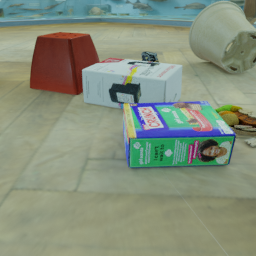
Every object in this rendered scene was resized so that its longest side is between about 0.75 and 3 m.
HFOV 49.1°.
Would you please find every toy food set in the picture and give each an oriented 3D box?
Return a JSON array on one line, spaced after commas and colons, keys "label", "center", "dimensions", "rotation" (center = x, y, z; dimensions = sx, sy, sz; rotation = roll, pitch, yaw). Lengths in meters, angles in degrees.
[{"label": "toy food set", "center": [3.062, -0.253, 7.460], "dimensions": [1.454, 0.423, 2.106], "rotation": [-10, 28, -20]}]

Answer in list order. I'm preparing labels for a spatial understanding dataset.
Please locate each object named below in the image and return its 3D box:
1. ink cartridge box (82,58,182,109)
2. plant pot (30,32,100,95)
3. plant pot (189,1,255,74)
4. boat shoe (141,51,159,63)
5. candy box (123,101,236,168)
[{"label": "ink cartridge box", "center": [0.213, -1.442, 9.092], "dimensions": [2.728, 1.130, 1.988], "rotation": [11, 28, 21]}, {"label": "plant pot", "center": [-2.331, -2.563, 10.576], "dimensions": [2.124, 1.871, 2.122], "rotation": [10, 27, 21]}, {"label": "plant pot", "center": [4.614, -3.897, 12.700], "dimensions": [2.915, 2.915, 2.668], "rotation": [-5, 37, -10]}, {"label": "boat shoe", "center": [0.982, -2.369, 11.117], "dimensions": [0.806, 1.034, 2.278], "rotation": [-8, 27, -16]}, {"label": "candy box", "center": [0.987, 0.072, 6.327], "dimensions": [2.145, 0.826, 1.814], "rotation": [-3, 27, -4]}]
